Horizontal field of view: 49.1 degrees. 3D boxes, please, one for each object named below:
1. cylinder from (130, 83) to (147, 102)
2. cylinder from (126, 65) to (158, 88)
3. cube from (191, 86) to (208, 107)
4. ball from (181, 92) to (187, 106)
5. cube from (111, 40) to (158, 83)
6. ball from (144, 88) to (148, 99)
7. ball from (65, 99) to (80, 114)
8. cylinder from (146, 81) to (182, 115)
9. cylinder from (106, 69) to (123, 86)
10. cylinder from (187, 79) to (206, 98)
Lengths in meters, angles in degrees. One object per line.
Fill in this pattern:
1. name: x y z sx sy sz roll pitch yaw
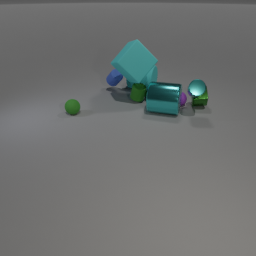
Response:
1. cylinder: 0.508 -1.782 13.883 0.700 0.700 0.700 8 39 -6
2. cylinder: 0.785 -2.815 15.439 1.400 1.400 1.400 11 29 18
3. cube: 3.345 -1.494 13.161 0.700 0.700 0.700 -4 66 7
4. ball: 2.495 -1.413 13.549 0.700 0.700 0.700 0 28 0
5. cube: 0.265 -3.095 13.163 1.400 1.400 1.400 -50 20 -2
6. ball: 1.148 -1.732 14.196 0.700 0.700 0.700 0 28 0
7. ball: -2.515 -0.963 12.694 0.700 0.700 0.700 0 28 0
8. cylinder: 1.656 -1.351 12.672 1.400 1.400 1.400 8 28 15
9. cylinder: -0.719 -2.697 15.046 0.700 0.700 0.700 -21 -9 -35
10. cylinder: 2.895 -1.666 11.851 0.700 0.700 0.700 4 1 7
